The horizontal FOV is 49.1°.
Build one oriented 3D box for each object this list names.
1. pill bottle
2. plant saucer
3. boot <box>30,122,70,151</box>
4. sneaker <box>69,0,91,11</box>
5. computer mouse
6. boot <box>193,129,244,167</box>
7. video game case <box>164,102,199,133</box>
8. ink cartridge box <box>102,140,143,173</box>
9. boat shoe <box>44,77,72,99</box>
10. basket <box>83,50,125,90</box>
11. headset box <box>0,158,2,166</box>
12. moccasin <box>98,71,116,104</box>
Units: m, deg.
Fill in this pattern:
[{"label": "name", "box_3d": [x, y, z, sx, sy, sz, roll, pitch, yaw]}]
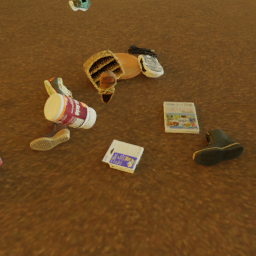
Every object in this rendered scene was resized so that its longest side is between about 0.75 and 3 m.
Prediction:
[{"label": "pill bottle", "box_3d": [-1.717, -0.460, 8.529, 1.434, 0.819, 0.819, 19, 21, -48]}, {"label": "plant saucer", "box_3d": [-0.440, -3.378, 14.885, 2.400, 0.387, 2.400, -1, 42, 1]}, {"label": "boot", "box_3d": [-3.038, 0.266, 10.836, 1.506, 0.545, 1.253, -15, 33, -15]}, {"label": "sneaker", "box_3d": [-2.025, -5.717, 12.755, 0.658, 0.560, 1.443, -18, 19, 33]}, {"label": "computer mouse", "box_3d": [0.990, -3.364, 14.620, 1.612, 0.645, 2.940, 8, 38, -18]}, {"label": "boot", "box_3d": [2.969, 0.634, 10.238, 2.001, 0.775, 1.384, -4, 36, -24]}, {"label": "video game case", "box_3d": [2.202, -0.473, 11.799, 1.326, 0.167, 1.852, 2, 42, 2]}, {"label": "ink cartridge box", "box_3d": [-0.174, 1.004, 10.072, 1.178, 0.256, 1.167, 15, 44, 13]}, {"label": "boat shoe", "box_3d": [-2.943, -1.489, 12.417, 0.840, 0.956, 2.686, -18, 40, -22]}, {"label": "basket", "box_3d": [-1.186, -2.848, 13.375, 1.645, 1.174, 1.226, -32, 46, -3]}, {"label": "headset box", "box_3d": [-5.407, 1.390, 9.218, 1.603, 0.832, 2.154, 10, 44, 11]}, {"label": "moccasin", "box_3d": [-0.537, -1.008, 7.085, 0.442, 1.209, 0.467, 2, 66, -14]}]
